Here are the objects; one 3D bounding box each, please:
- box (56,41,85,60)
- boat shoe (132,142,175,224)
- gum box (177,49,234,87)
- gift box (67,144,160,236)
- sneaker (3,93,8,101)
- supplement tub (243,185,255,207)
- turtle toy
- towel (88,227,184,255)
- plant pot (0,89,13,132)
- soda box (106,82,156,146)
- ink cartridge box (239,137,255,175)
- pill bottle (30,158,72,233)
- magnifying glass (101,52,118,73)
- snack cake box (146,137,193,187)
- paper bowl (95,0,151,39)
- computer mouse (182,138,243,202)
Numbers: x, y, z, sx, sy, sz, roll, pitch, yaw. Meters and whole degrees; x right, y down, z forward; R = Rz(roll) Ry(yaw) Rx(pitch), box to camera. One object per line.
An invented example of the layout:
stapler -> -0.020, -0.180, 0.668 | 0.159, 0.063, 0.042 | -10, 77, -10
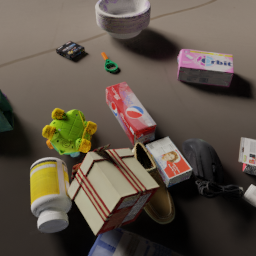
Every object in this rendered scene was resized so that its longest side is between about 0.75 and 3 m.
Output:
box -> -2.974, -4.028, 14.469 | 1.058, 0.265, 1.066 | 31, 55, 24
boat shoe -> 0.672, 1.633, 8.835 | 0.983, 1.044, 2.742 | -17, 50, -15
gum box -> 3.494, -2.812, 12.968 | 2.496, 0.826, 1.417 | 9, 50, 8
gift box -> -0.389, 1.550, 8.044 | 1.848, 2.002, 1.870 | 4, 36, -50
sneaker -> -5.364, -1.326, 11.944 | 0.357, 0.393, 0.889 | -27, 52, -21
supplement tub -> 4.065, 2.201, 8.669 | 0.819, 0.541, 0.541 | 36, 57, 27
turtle toy -> -2.072, 0.106, 10.114 | 1.679, 1.164, 2.304 | 23, 45, -10
towel -> 0.260, 3.958, 7.231 | 2.995, 0.357, 2.200 | 18, 52, 18
plant pot -> -5.471, -0.481, 10.727 | 1.683, 1.190, 1.189 | -17, 50, -5
soda box -> 0.059, -0.619, 10.986 | 0.955, 0.865, 2.727 | -20, 51, -17
ink cartridge box -> 4.375, 0.999, 9.773 | 1.046, 0.500, 1.192 | 15, 50, 13
pill bottle -> -2.326, 1.997, 8.443 | 1.149, 1.149, 2.050 | -11, 49, -9
magnifying glass -> -0.982, -3.257, 13.851 | 0.638, 0.180, 1.603 | -17, 52, -14
snack cake box -> 1.367, 1.130, 9.635 | 0.912, 0.533, 1.586 | -18, 51, -18
paper bowl -> -0.262, -6.050, 15.403 | 2.973, 1.546, 2.973 | 0, 48, 0
computer mouse -> 2.673, 1.153, 9.201 | 1.773, 0.675, 2.561 | 12, 36, -28
